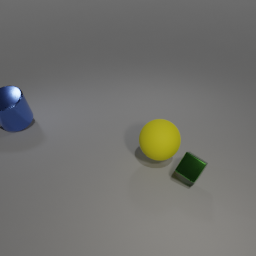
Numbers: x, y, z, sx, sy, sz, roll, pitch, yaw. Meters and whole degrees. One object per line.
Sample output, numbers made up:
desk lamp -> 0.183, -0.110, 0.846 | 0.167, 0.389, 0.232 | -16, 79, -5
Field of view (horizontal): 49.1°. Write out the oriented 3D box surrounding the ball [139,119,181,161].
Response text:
ball -> 1.067, 0.395, 9.434 | 1.400, 1.400, 1.400 | 0, 31, 0

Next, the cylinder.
cylinder -> -4.857, -0.787, 11.655 | 1.400, 1.400, 1.400 | -2, 52, 3

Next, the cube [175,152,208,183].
cube -> 1.997, 1.215, 8.766 | 0.700, 0.700, 0.700 | 33, 7, 19
